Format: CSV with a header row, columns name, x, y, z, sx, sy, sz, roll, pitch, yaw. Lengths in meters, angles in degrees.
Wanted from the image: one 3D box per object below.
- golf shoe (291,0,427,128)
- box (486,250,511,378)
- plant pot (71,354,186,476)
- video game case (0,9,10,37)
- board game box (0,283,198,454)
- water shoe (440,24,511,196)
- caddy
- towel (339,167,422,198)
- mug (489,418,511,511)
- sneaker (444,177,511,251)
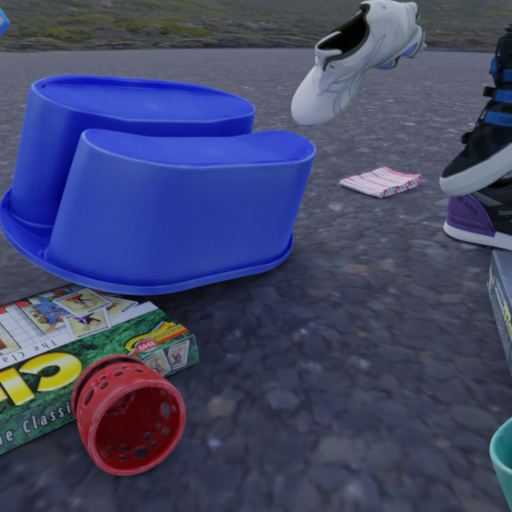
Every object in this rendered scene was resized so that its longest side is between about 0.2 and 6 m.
name,x,y,z,sx,sy,sz,roll,pitch,yaw
golf shoe,0.932,-2.310,6.687,1.013,0.815,2.083,0,-24,-38
box,4.138,0.838,6.797,2.189,0.708,2.776,5,25,13
plant pot,-1.260,1.444,5.292,0.933,0.933,0.849,-17,23,-32
video game case,-3.997,-3.116,7.873,0.840,1.173,0.104,54,20,15
board game box,-3.048,1.332,6.063,4.343,0.509,2.275,-20,34,-36
water shoe,3.158,-2.032,6.401,1.265,3.205,1.146,47,39,4
caddy,-1.374,-0.993,8.639,4.763,2.500,3.367,-10,40,-41
towel,2.863,-1.722,12.850,1.626,0.243,1.190,-20,31,-36
mug,2.699,1.722,4.224,1.420,1.069,1.729,-23,-1,40
sneaker,4.815,-0.732,9.364,3.159,1.383,1.196,13,28,26
